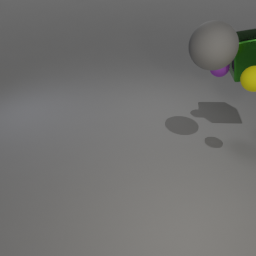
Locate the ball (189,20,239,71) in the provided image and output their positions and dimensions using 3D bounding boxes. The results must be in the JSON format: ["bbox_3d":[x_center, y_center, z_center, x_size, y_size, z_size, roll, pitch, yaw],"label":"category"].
[{"bbox_3d":[2.477,-2.388,8.153,1.400,1.400,1.400,0,31,0],"label":"ball"}]

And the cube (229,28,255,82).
[{"bbox_3d":[4.330,-2.586,9.809,1.400,1.400,1.400,-6,30,13],"label":"cube"}]

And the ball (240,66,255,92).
[{"bbox_3d":[3.453,-1.344,7.671,0.700,0.700,0.700,0,31,0],"label":"ball"}]

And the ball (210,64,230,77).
[{"bbox_3d":[3.326,-2.209,10.180,0.700,0.700,0.700,0,31,0],"label":"ball"}]
